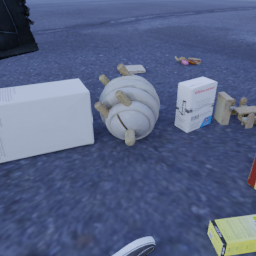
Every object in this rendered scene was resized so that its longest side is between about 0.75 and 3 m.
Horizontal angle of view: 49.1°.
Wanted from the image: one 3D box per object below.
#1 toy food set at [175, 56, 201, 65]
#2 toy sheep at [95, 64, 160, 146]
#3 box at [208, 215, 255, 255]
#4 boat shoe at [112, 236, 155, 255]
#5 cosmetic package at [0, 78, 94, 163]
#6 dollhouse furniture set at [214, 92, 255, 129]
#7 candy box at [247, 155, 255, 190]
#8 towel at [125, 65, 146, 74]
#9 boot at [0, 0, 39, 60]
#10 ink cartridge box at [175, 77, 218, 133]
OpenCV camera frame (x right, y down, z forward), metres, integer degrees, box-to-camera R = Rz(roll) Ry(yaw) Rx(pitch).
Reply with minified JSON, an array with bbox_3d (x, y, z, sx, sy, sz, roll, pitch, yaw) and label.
[{"bbox_3d":[2.939,-3.210,13.557,1.329,0.209,0.845,6,30,-5],"label":"toy food set"},{"bbox_3d":[0.009,-0.567,7.507,1.813,1.813,2.629,2,47,4],"label":"toy sheep"},{"bbox_3d":[2.118,1.786,4.771,1.383,0.347,0.521,-6,30,-9],"label":"box"},{"bbox_3d":[-0.078,2.100,4.166,1.313,0.459,0.435,-17,46,-28],"label":"boat shoe"},{"bbox_3d":[-2.408,-0.200,7.003,2.875,1.547,1.220,-11,30,-21],"label":"cosmetic package"},{"bbox_3d":[3.347,-0.619,8.410,1.271,0.845,1.114,-5,31,-9],"label":"dollhouse furniture set"},{"bbox_3d":[3.761,0.495,5.967,2.369,1.382,0.669,-13,33,-22],"label":"candy box"},{"bbox_3d":[0.177,-2.602,12.495,1.139,0.196,0.755,-5,32,-9],"label":"towel"},{"bbox_3d":[-3.291,-2.554,7.071,1.906,1.562,0.705,-23,16,-27],"label":"boot"},{"bbox_3d":[1.923,-0.684,8.004,0.994,1.362,0.574,-18,35,-28],"label":"ink cartridge box"}]
